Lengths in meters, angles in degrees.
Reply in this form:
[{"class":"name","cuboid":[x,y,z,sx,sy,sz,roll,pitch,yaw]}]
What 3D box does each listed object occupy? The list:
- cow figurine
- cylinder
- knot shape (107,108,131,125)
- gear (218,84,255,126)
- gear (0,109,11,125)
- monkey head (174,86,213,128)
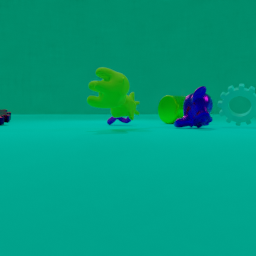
[{"class":"cow figurine","cuboid":[-0.246,-0.836,7.280,1.571,0.876,1.596,11,-24,-19]},{"class":"cylinder","cuboid":[2.051,-0.767,11.694,1.165,1.165,1.165,-3,4,-37]},{"class":"knot shape","cuboid":[-0.238,-0.600,10.373,0.571,1.237,1.157,32,-11,-38]},{"class":"gear","cuboid":[3.515,-0.716,8.793,1.302,1.302,0.241,1,25,25]},{"class":"gear","cuboid":[-5.082,-0.446,10.141,1.540,0.285,1.540,9,16,-3]},{"class":"monkey head","cuboid":[1.871,-0.528,8.221,1.217,1.020,1.692,-10,-17,-4]}]
